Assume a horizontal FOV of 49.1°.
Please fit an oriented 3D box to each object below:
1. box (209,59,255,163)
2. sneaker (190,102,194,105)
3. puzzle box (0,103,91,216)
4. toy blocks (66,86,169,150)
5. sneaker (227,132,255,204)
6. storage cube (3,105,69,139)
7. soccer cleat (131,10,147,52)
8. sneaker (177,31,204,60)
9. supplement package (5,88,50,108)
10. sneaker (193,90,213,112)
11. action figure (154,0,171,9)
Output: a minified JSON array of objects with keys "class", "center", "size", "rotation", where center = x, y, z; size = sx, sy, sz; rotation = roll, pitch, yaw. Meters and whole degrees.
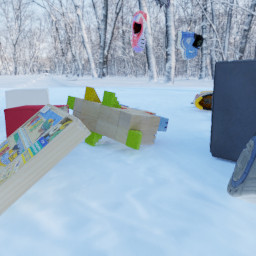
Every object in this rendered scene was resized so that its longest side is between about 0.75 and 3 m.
[{"class":"box","center":[3.533,-0.296,4.917],"size":[2.926,1.845,2.976],"rotation":[-12,15,-42]},{"class":"sneaker","center":[3.744,-1.269,13.802],"size":[1.289,0.716,1.843],"rotation":[-2,1,-4]},{"class":"puzzle box","center":[-1.393,0.259,3.960],"size":[1.363,0.260,2.048],"rotation":[-44,24,-13]},{"class":"toy blocks","center":[-0.069,-0.165,6.552],"size":[2.464,1.231,1.684],"rotation":[19,11,42]},{"class":"sneaker","center":[1.781,0.617,2.872],"size":[1.099,0.940,2.524],"rotation":[25,8,5]},{"class":"storage cube","center":[-1.770,0.019,5.597],"size":[0.978,0.930,1.088],"rotation":[0,10,6]},{"class":"soccer cleat","center":[0.362,-3.602,10.829],"size":[0.641,0.735,1.921],"rotation":[22,-31,8]},{"class":"sneaker","center":[2.216,-2.805,9.629],"size":[0.772,0.680,1.732],"rotation":[5,-2,23]},{"class":"supplement package","center":[-2.995,-0.631,8.609],"size":[1.155,1.159,1.976],"rotation":[-3,10,-15]},{"class":"sneaker","center":[4.277,-1.121,12.080],"size":[2.925,1.138,1.202],"rotation":[-6,11,23]},{"class":"action figure","center":[0.604,-3.283,6.729],"size":[1.016,0.352,0.661],"rotation":[24,-12,-41]}]
